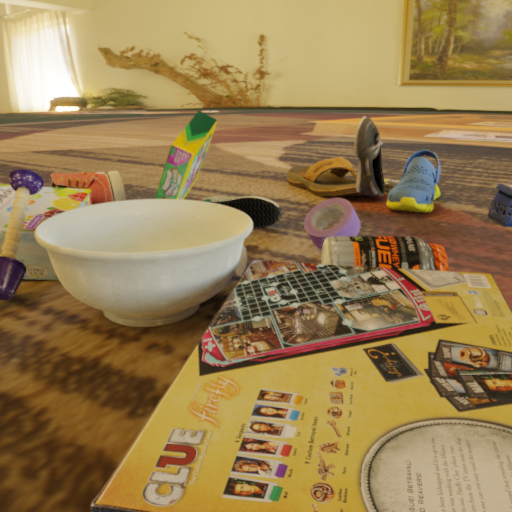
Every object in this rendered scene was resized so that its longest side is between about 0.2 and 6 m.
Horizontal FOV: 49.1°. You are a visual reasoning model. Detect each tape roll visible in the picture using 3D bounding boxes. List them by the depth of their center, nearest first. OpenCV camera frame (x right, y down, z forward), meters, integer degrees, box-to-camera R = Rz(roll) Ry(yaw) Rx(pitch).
[{"bbox_3d":[1.328,-0.556,9.824,0.912,0.388,0.912,-20,41,18],"label":"tape roll"}]

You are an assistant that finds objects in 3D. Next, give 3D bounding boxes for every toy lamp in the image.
[{"bbox_3d":[-3.443,-0.302,7.955,0.567,0.567,1.949,0,59,1],"label":"toy lamp"}]

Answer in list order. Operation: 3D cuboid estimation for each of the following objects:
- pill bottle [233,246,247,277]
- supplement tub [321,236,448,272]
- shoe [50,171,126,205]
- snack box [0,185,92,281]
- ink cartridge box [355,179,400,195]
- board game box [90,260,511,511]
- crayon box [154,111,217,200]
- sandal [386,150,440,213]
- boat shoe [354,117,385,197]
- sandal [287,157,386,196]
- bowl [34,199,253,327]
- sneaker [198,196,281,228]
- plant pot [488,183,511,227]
[{"bbox_3d":[-0.719,0.021,8.599,1.058,0.632,0.632,7,19,20],"label":"pill bottle"},{"bbox_3d":[1.678,0.212,7.495,1.554,0.952,0.952,0,18,1],"label":"supplement tub"},{"bbox_3d":[-3.768,-1.361,12.386,1.262,0.992,2.775,-10,16,-25],"label":"shoe"},{"bbox_3d":[-4.123,-0.481,9.436,2.206,0.885,2.616,3,20,-5],"label":"snack box"},{"bbox_3d":[3.397,-1.925,15.107,1.226,0.292,1.241,12,23,33],"label":"ink cartridge box"},{"bbox_3d":[0.922,1.143,4.980,2.958,0.755,4.366,4,19,12],"label":"board game box"},{"bbox_3d":[-1.359,-1.725,10.566,0.461,1.580,1.363,26,42,-1],"label":"crayon box"},{"bbox_3d":[3.742,-1.758,13.142,1.107,1.213,2.786,9,22,19],"label":"sandal"},{"bbox_3d":[1.949,-1.621,9.329,0.462,1.622,0.542,22,60,25],"label":"boat shoe"},{"bbox_3d":[1.938,-2.169,14.741,1.406,0.945,3.501,-10,20,-27],"label":"sandal"},{"bbox_3d":[-1.398,0.120,7.357,2.713,1.219,2.713,0,18,0],"label":"bowl"},{"bbox_3d":[-0.427,-1.009,11.653,1.898,0.668,0.887,-2,24,4],"label":"sneaker"},{"bbox_3d":[5.481,-1.086,11.698,0.896,0.806,0.896,0,19,0],"label":"plant pot"}]
